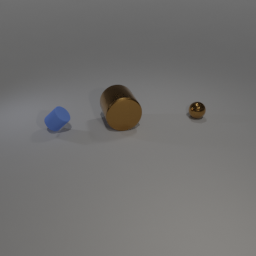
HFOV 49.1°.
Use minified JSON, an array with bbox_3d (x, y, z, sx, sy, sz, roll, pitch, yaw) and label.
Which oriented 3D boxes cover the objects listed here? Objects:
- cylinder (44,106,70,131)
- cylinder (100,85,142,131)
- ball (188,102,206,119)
[{"bbox_3d":[-2.654,-0.343,10.534,0.700,0.700,0.700,-37,17,26],"label":"cylinder"},{"bbox_3d":[-0.307,-0.816,11.021,1.400,1.400,1.400,-8,31,-13],"label":"cylinder"},{"bbox_3d":[2.863,-0.742,11.600,0.700,0.700,0.700,0,30,0],"label":"ball"}]
